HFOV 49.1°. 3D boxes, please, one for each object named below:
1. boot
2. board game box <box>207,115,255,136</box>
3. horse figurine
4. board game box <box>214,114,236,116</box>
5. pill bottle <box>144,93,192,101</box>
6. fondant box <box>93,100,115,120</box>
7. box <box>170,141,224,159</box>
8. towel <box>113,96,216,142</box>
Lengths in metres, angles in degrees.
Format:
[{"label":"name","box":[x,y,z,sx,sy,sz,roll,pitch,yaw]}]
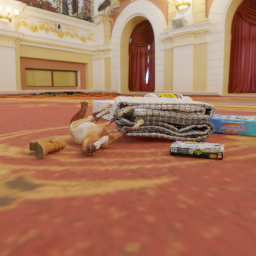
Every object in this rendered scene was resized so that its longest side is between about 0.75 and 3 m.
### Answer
[{"label":"boot","box":[-1.582,0.415,5.720,0.670,0.331,0.863,0,0,-33]},{"label":"board game box","box":[3.443,-0.111,8.763,2.000,0.450,1.521,5,10,35]},{"label":"horse figurine","box":[-0.781,-0.025,6.668,1.595,0.601,2.407,-35,31,-23]},{"label":"board game box","box":[3.295,-0.337,10.959,1.766,0.304,1.196,3,8,21]},{"label":"pill bottle","box":[1.686,-0.867,11.640,2.108,1.173,1.173,-5,9,-33]},{"label":"fondant box","box":[-0.304,-0.877,13.114,1.975,0.797,2.737,-4,8,-25]},{"label":"box","box":[1.412,0.438,5.695,1.021,0.204,0.699,3,8,20]},{"label":"towel","box":[0.838,-0.260,7.801,2.545,1.089,2.107,1,9,-6]}]
